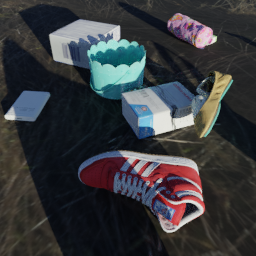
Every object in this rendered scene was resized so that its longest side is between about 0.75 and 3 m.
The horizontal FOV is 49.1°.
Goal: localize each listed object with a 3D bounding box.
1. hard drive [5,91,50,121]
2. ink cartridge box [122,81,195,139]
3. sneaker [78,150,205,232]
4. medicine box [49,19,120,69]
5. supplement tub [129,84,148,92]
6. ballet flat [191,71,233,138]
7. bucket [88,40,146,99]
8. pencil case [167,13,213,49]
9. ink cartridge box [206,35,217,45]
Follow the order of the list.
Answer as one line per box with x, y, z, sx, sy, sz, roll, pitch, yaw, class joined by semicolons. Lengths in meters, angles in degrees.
-3.468;-0.796;9.787;1.012;0.205;1.534;4;40;5;hard drive
1.010;-0.631;9.032;2.068;0.866;1.500;-14;40;-15;ink cartridge box
0.288;1.425;6.387;2.956;1.053;1.662;1;36;-2;sneaker
-1.855;-3.865;12.720;2.215;1.252;2.432;18;41;21;medicine box
0.324;-1.191;9.879;0.835;0.447;0.447;-29;46;-15;supplement tub
2.267;-0.772;8.096;0.842;0.917;2.671;31;50;7;ballet flat
-0.408;-2.202;10.512;2.275;1.480;2.275;0;39;0;bucket
3.133;-4.970;14.277;1.130;1.130;2.585;-20;43;-23;pencil case
4.108;-4.514;14.306;0.808;0.272;0.473;-32;49;-33;ink cartridge box
